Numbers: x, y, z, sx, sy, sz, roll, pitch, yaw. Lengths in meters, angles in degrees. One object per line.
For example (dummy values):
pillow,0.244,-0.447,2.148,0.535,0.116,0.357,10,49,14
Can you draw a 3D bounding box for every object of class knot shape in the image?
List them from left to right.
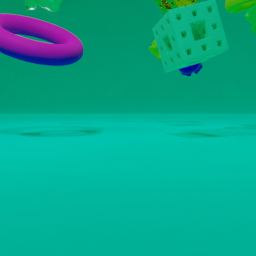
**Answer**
knot shape,3.068,-3.136,6.218,0.919,1.988,1.860,35,-36,-29

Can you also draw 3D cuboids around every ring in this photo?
ring,-1.704,-1.632,5.123,1.809,0.362,1.809,16,29,-9

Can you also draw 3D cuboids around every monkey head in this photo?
monkey head,1.286,-3.254,11.499,0.667,0.797,1.107,-38,-2,4
monkey head,2.547,-2.764,11.713,1.524,1.096,0.918,-17,-30,22

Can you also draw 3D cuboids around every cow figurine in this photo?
cow figurine,-2.801,-4.148,9.210,1.184,0.650,1.165,32,-51,-17

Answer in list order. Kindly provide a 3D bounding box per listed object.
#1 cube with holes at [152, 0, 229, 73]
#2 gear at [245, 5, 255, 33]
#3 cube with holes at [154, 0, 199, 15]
cube with holes,1.013,-1.498,4.687,0.811,0.811,0.811,-18,4,-12
gear,4.056,-2.835,7.745,0.360,1.947,1.947,-42,-3,8
cube with holes,1.409,-3.881,8.026,0.966,0.966,0.966,43,-4,-27
